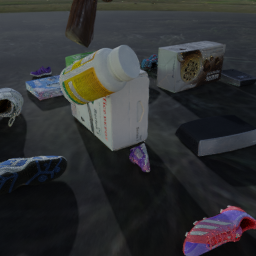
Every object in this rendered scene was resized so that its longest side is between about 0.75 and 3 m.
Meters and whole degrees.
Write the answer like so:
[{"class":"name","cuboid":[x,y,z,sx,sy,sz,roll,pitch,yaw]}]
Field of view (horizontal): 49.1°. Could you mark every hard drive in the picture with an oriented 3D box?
[{"class":"hard drive","cuboid":[2.545,0.134,7.893,2.086,0.442,1.407,-10,29,-18]},{"class":"hard drive","cuboid":[4.855,-2.285,12.625,1.096,0.344,1.624,-10,29,-19]}]

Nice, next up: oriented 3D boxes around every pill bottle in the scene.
[{"class":"pill bottle","cuboid":[-0.597,-1.119,5.929,1.642,0.926,0.926,-16,15,36]}]

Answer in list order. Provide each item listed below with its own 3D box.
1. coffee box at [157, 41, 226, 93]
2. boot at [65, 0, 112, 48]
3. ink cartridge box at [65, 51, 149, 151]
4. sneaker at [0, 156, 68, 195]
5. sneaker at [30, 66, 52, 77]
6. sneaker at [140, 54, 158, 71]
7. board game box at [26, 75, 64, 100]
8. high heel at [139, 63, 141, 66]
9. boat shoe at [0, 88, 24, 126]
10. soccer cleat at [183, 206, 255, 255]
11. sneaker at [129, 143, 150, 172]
[{"class":"coffee box","cuboid":[2.715,-2.704,12.021,2.921,1.651,1.166,-18,32,-32]},{"class":"boot","cuboid":[-1.213,-3.826,9.408,0.885,2.757,2.569,2,-4,22]},{"class":"ink cartridge box","cuboid":[-0.675,-0.901,8.142,1.176,2.037,2.788,-17,32,-28]},{"class":"sneaker","cuboid":[-2.260,0.885,6.205,1.796,0.680,0.692,-10,33,-21]},{"class":"sneaker","cuboid":[-4.179,-2.725,13.379,1.031,0.430,0.416,-22,34,-34]},{"class":"sneaker","cuboid":[1.317,-3.302,14.491,0.733,0.609,1.535,31,46,24]},{"class":"board game box","cuboid":[-3.139,-1.701,11.498,1.607,0.350,1.615,-20,34,-31]},{"class":"high heel","cuboid":[-0.904,-2.999,13.229,2.732,0.975,1.947,-14,36,-8]},{"class":"boat shoe","cuboid":[-3.743,-0.634,8.495,1.154,1.000,2.708,30,5,7]},{"class":"soccer cleat","cuboid":[1.555,1.760,4.716,1.491,0.497,0.570,-15,18,-35]},{"class":"sneaker","cuboid":[0.270,0.752,6.822,0.458,0.417,1.037,-8,24,-2]}]
